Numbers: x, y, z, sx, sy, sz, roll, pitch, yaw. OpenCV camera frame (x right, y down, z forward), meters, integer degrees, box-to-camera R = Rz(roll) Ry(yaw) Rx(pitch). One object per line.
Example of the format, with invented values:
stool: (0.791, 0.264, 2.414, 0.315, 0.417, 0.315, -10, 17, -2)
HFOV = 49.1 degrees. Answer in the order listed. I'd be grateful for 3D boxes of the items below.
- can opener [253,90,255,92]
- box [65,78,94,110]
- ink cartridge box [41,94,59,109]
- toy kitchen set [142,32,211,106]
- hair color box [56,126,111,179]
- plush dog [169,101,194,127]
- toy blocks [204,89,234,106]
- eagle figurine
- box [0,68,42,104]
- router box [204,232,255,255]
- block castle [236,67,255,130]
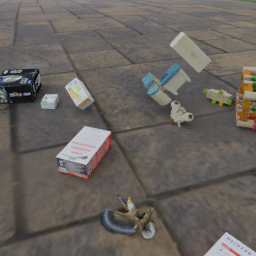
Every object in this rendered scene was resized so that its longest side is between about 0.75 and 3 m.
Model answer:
can opener: (5.776, -1.506, 12.292, 0.470, 0.379, 1.195, -5, 32, -9)
box: (-1.950, -1.371, 11.308, 0.614, 0.553, 1.092, -38, 67, 9)
ink cartridge box: (-3.268, -1.111, 11.720, 0.554, 0.319, 0.760, 0, 32, 0)
toy kitchen set: (1.600, -2.517, 11.377, 1.521, 2.582, 2.068, 37, 19, -23)
hair color box: (-1.297, 0.694, 8.654, 0.995, 0.574, 1.795, 12, 33, 17)
plush dog: (1.968, -0.515, 10.606, 0.992, 0.796, 0.852, 44, 31, 11)
toy blocks: (4.002, -1.403, 12.051, 1.246, 0.623, 0.852, 25, 29, 33)
eagle figurine: (0.049, 2.031, 6.551, 1.201, 0.907, 0.912, -10, -26, 43)
box: (-4.860, -1.912, 12.489, 1.600, 0.841, 1.953, -3, 33, -4)
router box: (2.084, 3.142, 4.833, 1.900, 0.517, 2.117, -26, 41, -34)
block castle: (4.777, -1.133, 10.465, 1.146, 1.632, 2.443, 9, 38, 14)
